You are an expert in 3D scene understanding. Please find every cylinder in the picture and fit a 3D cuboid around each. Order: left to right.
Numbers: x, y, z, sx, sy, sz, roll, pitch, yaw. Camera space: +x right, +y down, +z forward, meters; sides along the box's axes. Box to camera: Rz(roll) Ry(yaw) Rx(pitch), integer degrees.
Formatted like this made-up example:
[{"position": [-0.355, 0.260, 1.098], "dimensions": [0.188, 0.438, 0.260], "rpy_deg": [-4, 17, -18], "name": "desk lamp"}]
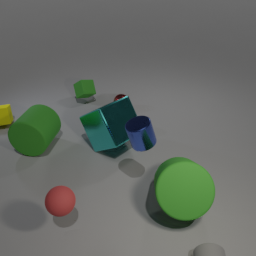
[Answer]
[{"position": [-3.317, 0.065, 10.071], "dimensions": [1.400, 1.400, 1.400], "rpy_deg": [5, 32, 8], "name": "cylinder"}, {"position": [0.344, 0.145, 7.428], "dimensions": [0.700, 0.700, 0.700], "rpy_deg": [-14, 34, 10], "name": "cylinder"}, {"position": [1.387, 1.497, 7.231], "dimensions": [1.400, 1.400, 1.400], "rpy_deg": [3, -1, 4], "name": "cylinder"}, {"position": [1.798, 2.998, 6.059], "dimensions": [0.700, 0.700, 0.700], "rpy_deg": [3, 34, 5], "name": "cylinder"}]

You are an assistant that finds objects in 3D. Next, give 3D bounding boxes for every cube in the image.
[{"position": [-5.152, -0.526, 11.419], "dimensions": [0.700, 0.700, 0.700], "rpy_deg": [-10, 18, -10], "name": "cube"}, {"position": [-2.030, -1.831, 13.146], "dimensions": [0.700, 0.700, 0.700], "rpy_deg": [-10, -5, -43], "name": "cube"}, {"position": [-0.589, -0.133, 9.921], "dimensions": [1.400, 1.400, 1.400], "rpy_deg": [-29, 8, -38], "name": "cube"}]

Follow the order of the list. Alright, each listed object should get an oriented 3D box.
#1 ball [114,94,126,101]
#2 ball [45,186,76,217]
[{"position": [-0.309, -1.194, 12.686], "dimensions": [0.700, 0.700, 0.700], "rpy_deg": [0, 32, 0], "name": "ball"}, {"position": [-1.568, 1.691, 6.492], "dimensions": [0.700, 0.700, 0.700], "rpy_deg": [0, 32, 0], "name": "ball"}]
